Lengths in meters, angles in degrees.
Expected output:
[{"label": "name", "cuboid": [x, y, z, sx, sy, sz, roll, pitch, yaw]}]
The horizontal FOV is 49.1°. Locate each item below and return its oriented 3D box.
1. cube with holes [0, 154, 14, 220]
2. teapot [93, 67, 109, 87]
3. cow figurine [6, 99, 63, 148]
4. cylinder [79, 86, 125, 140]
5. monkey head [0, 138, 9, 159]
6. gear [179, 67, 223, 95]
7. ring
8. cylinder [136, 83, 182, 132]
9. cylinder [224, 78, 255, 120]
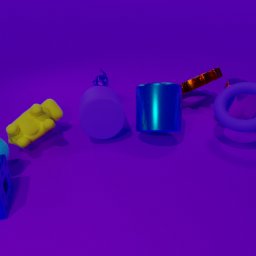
[{"label": "cube with holes", "cuboid": [-2.944, 1.221, 5.639, 0.935, 0.935, 0.935, -5, 31, -9]}, {"label": "teapot", "cuboid": [-1.053, -1.715, 10.587, 0.559, 1.142, 0.710, 12, 17, -26]}, {"label": "cow figurine", "cuboid": [-2.553, -0.133, 7.702, 1.696, 0.931, 1.669, -42, 13, -20]}, {"label": "cylinder", "cuboid": [-0.770, -0.469, 8.054, 1.241, 1.241, 1.241, -4, 23, -8]}, {"label": "monkey head", "cuboid": [-3.243, 0.477, 6.382, 0.864, 1.434, 1.032, -28, 57, -30]}, {"label": "gear", "cuboid": [2.322, -1.576, 9.943, 1.985, 0.367, 1.985, -24, 4, 2]}, {"label": "ring", "cuboid": [3.064, -0.576, 7.369, 1.559, 0.312, 1.559, -11, 54, 15]}, {"label": "cylinder", "cuboid": [0.861, -0.531, 7.858, 1.292, 1.292, 1.292, 0, 0, 0]}, {"label": "cylinder", "cuboid": [3.453, -0.810, 8.761, 1.142, 1.142, 1.142, 10, 30, -6]}]
